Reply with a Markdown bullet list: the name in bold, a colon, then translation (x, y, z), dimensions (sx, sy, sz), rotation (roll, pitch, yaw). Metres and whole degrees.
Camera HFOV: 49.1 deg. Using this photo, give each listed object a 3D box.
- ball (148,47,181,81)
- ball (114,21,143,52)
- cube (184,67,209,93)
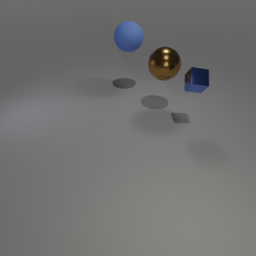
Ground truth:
- **ball**: translation (1.540, -2.700, 11.810), dimensions (1.400, 1.400, 1.400), rotation (0, 32, 0)
- **ball**: translation (0.034, -4.321, 13.283), dimensions (1.400, 1.400, 1.400), rotation (0, 32, 0)
- **cube**: translation (2.576, -1.788, 10.531), dimensions (0.700, 0.700, 0.700), rotation (7, 74, -9)
